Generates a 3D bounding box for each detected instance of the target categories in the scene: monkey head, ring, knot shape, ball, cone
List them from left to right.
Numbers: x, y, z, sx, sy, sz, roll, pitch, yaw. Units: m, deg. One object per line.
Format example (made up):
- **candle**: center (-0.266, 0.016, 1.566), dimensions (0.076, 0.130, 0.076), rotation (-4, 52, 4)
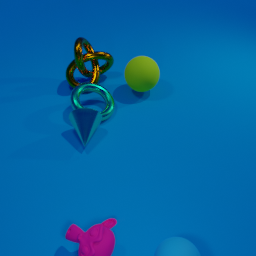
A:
- **cone**: center (-1.272, 0.107, 8.339), dimensions (1.022, 1.022, 1.026), rotation (-2, 58, -2)
- **knot shape**: center (-1.508, -2.183, 10.235), dimensions (0.877, 1.897, 1.775), rotation (30, 91, 44)
- **monkey head**: center (-0.772, 2.381, 5.816), dimensions (0.945, 0.792, 1.314), rotation (15, 64, 28)
- **ring**: center (-1.159, -0.876, 9.285), dimensions (1.524, 0.305, 1.524), rotation (12, 55, -18)
- **ball**: center (0.493, -1.907, 9.907), dimensions (1.249, 1.249, 1.249), rotation (0, 44, 0)
- **ball**: center (0.969, 2.642, 5.498), dimensions (0.945, 0.945, 0.945), rotation (0, 44, 0)
